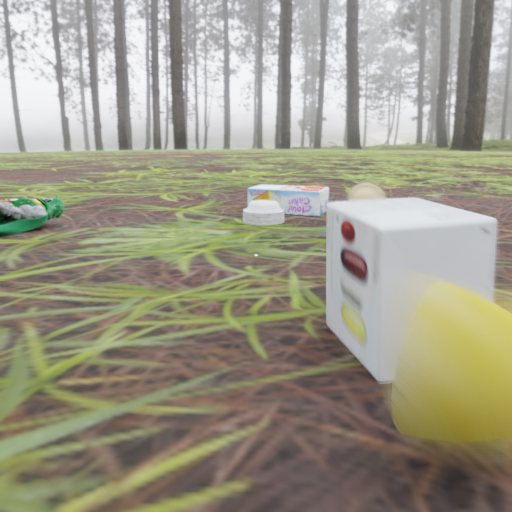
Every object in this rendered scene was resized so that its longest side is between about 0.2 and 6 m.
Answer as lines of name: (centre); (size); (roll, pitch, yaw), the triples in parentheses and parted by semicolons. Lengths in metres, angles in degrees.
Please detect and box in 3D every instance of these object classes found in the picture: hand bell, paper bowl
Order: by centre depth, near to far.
hand bell: (2.191, -0.902, 12.094); (0.893, 0.893, 1.716); (6, 26, 24)
paper bowl: (0.169, -0.980, 12.583); (0.934, 0.486, 0.934); (1, 14, 0)

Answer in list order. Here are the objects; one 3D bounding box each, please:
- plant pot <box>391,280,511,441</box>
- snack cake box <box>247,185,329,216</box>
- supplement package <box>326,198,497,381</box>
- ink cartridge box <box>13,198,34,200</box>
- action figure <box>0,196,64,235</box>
plant pot: (1.373, 0.718, 3.450); (0.722, 1.017, 1.017); (13, 18, 34)
snack cake box: (0.815, -1.421, 14.115); (1.857, 0.624, 1.068); (5, 12, 18)
supplement package: (1.391, 0.233, 5.426); (1.074, 1.397, 1.461); (-5, 13, -10)
ink cartridge box: (-5.849, -1.142, 13.489); (0.644, 0.373, 1.106); (10, 15, 37)
action figure: (-5.489, -0.846, 11.251); (3.372, 0.922, 1.992); (-11, 18, -44)
